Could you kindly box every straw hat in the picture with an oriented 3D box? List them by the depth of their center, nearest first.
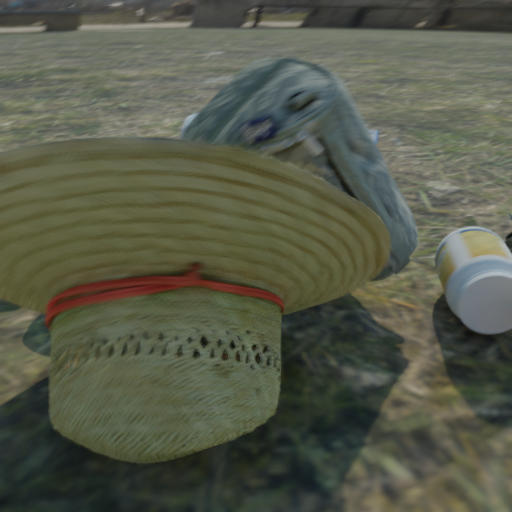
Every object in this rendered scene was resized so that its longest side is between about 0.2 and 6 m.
[{"bbox_3d":[-0.739,0.840,4.893,4.200,4.200,1.778,-1,68,-3],"label":"straw hat"}]

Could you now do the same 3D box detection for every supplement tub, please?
[{"bbox_3d":[2.855,0.294,7.137,0.957,0.957,1.323,3,27,6],"label":"supplement tub"}]

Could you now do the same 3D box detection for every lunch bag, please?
[{"bbox_3d":[0.696,-1.075,7.391,1.999,2.869,2.407,-47,35,-10],"label":"lunch bag"}]

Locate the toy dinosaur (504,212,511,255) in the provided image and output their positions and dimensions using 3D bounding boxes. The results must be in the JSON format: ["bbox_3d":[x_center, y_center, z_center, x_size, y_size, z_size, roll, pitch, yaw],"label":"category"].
[{"bbox_3d":[4.067,-0.101,8.527,0.813,0.611,1.589,7,31,39],"label":"toy dinosaur"}]

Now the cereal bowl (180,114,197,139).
[{"bbox_3d":[-0.673,-2.058,11.562,2.016,0.839,2.016,22,28,-13],"label":"cereal bowl"}]

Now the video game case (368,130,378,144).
[{"bbox_3d":[2.069,-3.068,14.621,2.123,0.189,1.519,6,28,11],"label":"video game case"}]
